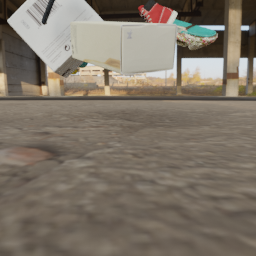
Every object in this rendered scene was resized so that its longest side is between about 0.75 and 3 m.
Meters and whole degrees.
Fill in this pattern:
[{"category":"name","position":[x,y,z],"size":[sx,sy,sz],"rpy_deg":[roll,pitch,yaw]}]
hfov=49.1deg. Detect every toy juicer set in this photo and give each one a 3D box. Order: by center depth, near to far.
[{"category":"toy juicer set","position":[-1.967,-2.955,11.683],"size":[1.489,0.947,0.405],"rpy_deg":[-37,35,-20]}]

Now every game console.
[{"category":"game console","position":[-1.973,-3.354,7.332],"size":[0.163,1.350,0.796],"rpy_deg":[21,13,-22]}]

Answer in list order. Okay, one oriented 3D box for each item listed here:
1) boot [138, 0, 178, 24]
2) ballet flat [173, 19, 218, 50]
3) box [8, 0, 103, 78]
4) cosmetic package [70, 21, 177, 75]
[{"category":"boot","position":[0.693,-3.164,8.773],"size":[1.179,1.635,0.592],"rpy_deg":[26,-8,-6]},{"category":"ballet flat","position":[2.521,-3.738,11.463],"size":[1.102,0.932,2.915],"rpy_deg":[-24,39,-19]},{"category":"box","position":[-2.148,-3.211,9.080],"size":[2.198,2.210,1.444],"rpy_deg":[-43,0,4]},{"category":"cosmetic package","position":[-0.231,-1.882,6.256],"size":[1.340,0.906,2.548],"rpy_deg":[-11,25,-28]}]
